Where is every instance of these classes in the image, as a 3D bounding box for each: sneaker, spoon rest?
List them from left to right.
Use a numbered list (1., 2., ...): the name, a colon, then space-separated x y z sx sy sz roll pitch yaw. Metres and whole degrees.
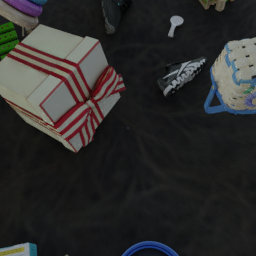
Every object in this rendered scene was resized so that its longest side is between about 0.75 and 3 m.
1. sneaker: -0.328 -4.065 8.889 1.014 0.965 2.559 0 64 -2
2. spoon rest: 1.492 -3.273 8.889 0.416 0.254 0.837 19 66 9
3. sneaker: 1.481 -1.618 7.893 1.757 0.584 0.795 -38 73 -15

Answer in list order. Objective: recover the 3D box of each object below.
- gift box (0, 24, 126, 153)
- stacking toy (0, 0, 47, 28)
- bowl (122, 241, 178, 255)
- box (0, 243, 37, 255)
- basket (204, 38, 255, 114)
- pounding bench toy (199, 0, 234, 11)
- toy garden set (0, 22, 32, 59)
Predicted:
1. gift box: -1.444 -0.878 6.713 2.194 2.350 2.168 25 72 29
2. stacking toy: -2.052 -3.900 6.478 1.267 1.267 2.969 45 111 19
3. bowl: 0.462 3.132 5.733 1.507 0.296 1.507 0 64 0
4. box: -2.222 3.540 5.371 0.964 0.576 2.342 -10 64 -5
5. basket: 2.293 -0.833 5.250 1.588 1.801 1.253 -12 69 5
6. pounding bench toy: 3.094 -4.528 9.094 1.234 0.983 1.582 -19 66 -10
7. toy garden set: -3.361 -2.653 8.580 1.237 0.296 1.484 -23 65 -9
